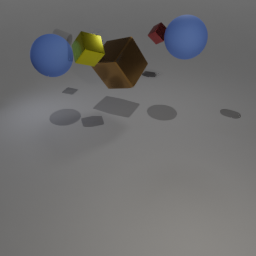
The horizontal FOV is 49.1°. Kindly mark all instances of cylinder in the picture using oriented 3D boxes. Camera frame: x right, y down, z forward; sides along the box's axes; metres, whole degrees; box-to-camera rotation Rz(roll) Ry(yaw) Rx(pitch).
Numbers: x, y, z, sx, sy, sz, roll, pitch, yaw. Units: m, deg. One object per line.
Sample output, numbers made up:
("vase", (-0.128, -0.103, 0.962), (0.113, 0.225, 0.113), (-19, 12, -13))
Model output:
("cylinder", (-2.849, -3.804, 12.007), (0.700, 0.700, 0.700), (22, 34, 4))

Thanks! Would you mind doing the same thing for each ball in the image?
("ball", (-2.547, -2.414, 9.373), (1.400, 1.400, 1.400), (0, 31, 0))
("ball", (1.895, -2.970, 9.205), (1.400, 1.400, 1.400), (0, 31, 0))

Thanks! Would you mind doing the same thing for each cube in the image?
("cube", (-0.332, -2.522, 11.037), (1.400, 1.400, 1.400), (6, 56, 42))
("cube", (1.591, -4.900, 14.537), (0.700, 0.700, 0.700), (-57, 25, -15))
("cube", (-1.235, -2.425, 8.646), (0.700, 0.700, 0.700), (1, 65, -37))
